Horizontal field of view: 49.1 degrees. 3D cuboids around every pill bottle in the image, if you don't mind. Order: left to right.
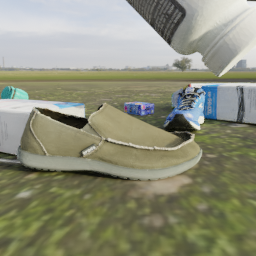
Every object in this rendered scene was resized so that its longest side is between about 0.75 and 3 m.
[{"bbox_3d":[0.934,-2.155,4.512,1.486,2.683,1.486,-40,-9,-7],"label":"pill bottle"}]

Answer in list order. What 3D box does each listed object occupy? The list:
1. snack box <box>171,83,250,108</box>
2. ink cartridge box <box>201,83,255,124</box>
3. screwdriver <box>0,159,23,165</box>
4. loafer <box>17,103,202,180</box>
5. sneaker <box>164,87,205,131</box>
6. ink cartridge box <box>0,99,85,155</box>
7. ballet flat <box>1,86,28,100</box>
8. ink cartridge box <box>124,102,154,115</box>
[{"bbox_3d":[3.367,-1.320,11.599,2.655,0.703,1.888,-3,-4,-14],"label":"snack box"},{"bbox_3d":[4.078,-0.833,9.028,2.024,1.169,2.773,-10,15,-42],"label":"ink cartridge box"},{"bbox_3d":[-2.555,0.486,4.725,2.596,0.362,0.378,4,20,-1],"label":"screwdriver"},{"bbox_3d":[-0.285,0.140,4.404,2.938,1.023,1.105,2,11,-2],"label":"loafer"},{"bbox_3d":[1.628,-0.577,7.904,0.997,1.132,2.539,4,12,19],"label":"sneaker"},{"bbox_3d":[-2.412,-0.109,6.123,2.616,0.887,1.506,7,13,31],"label":"ink cartridge box"},{"bbox_3d":[-5.407,-1.453,13.488,0.947,0.906,2.690,22,-3,-35],"label":"ballet flat"},{"bbox_3d":[0.478,-0.733,10.567,0.733,0.410,1.075,-11,17,-42],"label":"ink cartridge box"}]
